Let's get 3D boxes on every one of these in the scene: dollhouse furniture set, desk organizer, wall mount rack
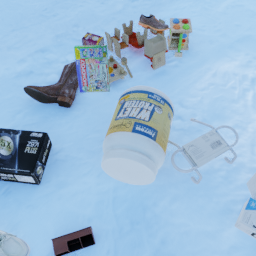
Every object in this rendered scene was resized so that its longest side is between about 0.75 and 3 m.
[{"bbox_3d":[0.679,-4.066,13.525,2.723,1.403,2.693,-28,48,-18],"label":"dollhouse furniture set"},{"bbox_3d":[-1.655,3.489,8.591,1.248,0.447,0.480,-15,59,-10],"label":"desk organizer"},{"bbox_3d":[2.501,0.619,10.292,2.791,1.041,2.425,-26,63,-17],"label":"wall mount rack"}]

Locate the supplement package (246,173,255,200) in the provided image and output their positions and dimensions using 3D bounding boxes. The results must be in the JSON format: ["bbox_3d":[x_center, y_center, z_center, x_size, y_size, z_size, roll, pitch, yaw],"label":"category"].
[{"bbox_3d":[4.642,1.847,9.081,0.899,1.483,0.888,-6,56,-4],"label":"supplement package"}]

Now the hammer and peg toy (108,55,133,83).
[{"bbox_3d":[-0.641,-2.676,12.717,1.833,0.647,1.349,-28,60,-18],"label":"hammer and peg toy"}]

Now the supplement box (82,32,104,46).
[{"bbox_3d":[-1.733,-4.307,13.946,0.939,0.484,0.614,20,58,13],"label":"supplement box"}]

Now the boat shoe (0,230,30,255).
[{"bbox_3d":[-3.892,3.377,8.425,1.940,0.827,0.717,21,58,14],"label":"boat shoe"}]

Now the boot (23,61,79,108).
[{"bbox_3d":[-3.065,-2.134,12.266,2.208,0.761,2.370,18,60,-3],"label":"boot"}]

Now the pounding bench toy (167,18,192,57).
[{"bbox_3d":[2.512,-4.393,13.528,1.006,1.263,1.619,1,55,1],"label":"pounding bench toy"}]

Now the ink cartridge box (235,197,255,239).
[{"bbox_3d":[4.389,3.088,8.783,1.689,0.573,0.980,29,60,18],"label":"ink cartridge box"}]

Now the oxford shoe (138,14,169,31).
[{"bbox_3d":[1.040,-4.105,10.891,1.239,0.452,0.442,10,35,-7],"label":"oxford shoe"}]

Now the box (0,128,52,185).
[{"bbox_3d":[-4.014,0.991,10.026,2.094,0.902,1.715,6,55,4],"label":"box"}]

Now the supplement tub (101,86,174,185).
[{"bbox_3d":[0.363,0.246,9.772,2.146,2.146,2.967,12,56,8],"label":"supplement tub"}]

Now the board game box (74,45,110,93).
[{"bbox_3d":[-1.289,-2.146,10.281,1.160,1.723,0.251,-2,30,1],"label":"board game box"}]
